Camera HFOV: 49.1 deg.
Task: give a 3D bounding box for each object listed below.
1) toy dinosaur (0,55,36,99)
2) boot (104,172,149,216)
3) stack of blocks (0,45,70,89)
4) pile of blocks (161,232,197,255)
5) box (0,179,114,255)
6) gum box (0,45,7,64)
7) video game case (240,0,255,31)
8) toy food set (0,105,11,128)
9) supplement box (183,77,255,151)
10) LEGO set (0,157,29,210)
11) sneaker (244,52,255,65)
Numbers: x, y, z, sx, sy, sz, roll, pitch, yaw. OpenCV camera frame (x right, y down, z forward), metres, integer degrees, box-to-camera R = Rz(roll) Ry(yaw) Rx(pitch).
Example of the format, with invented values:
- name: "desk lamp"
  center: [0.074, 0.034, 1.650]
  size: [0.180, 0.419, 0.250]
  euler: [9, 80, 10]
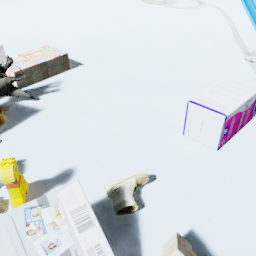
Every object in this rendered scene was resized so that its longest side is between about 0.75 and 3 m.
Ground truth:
- name: "toy dinosaur"
  center: [-3.833, -1.470, 7.885]
  size: [1.369, 2.677, 1.030]
  euler: [-36, 59, 13]
- name: "boot"
  center: [0.080, 1.264, 5.404]
  size: [0.940, 0.339, 0.727]
  euler: [-17, 37, -13]
- name: "stack of blocks"
  center: [-3.390, -2.237, 10.075]
  size: [1.295, 0.659, 2.250]
  euler: [26, 43, 32]
- name: "pile of blocks"
  center: [1.029, 2.598, 3.282]
  size: [0.875, 1.155, 2.814]
  euler: [-48, 30, 7]
- name: "box"
  center: [-1.313, 1.904, 3.702]
  size: [2.164, 0.446, 1.687]
  euler: [-22, 74, -28]
- name: "gum box"
  center: [-5.233, -1.776, 9.149]
  size: [1.644, 0.958, 2.897]
  euler: [-2, 36, -3]
- name: "video game case"
  center: [2.456, -1.376, 4.488]
  size: [1.741, 0.217, 2.433]
  euler: [9, 59, -43]
- name: "toy food set"
  center: [-3.862, -0.209, 7.458]
  size: [1.267, 0.368, 1.835]
  euler: [-6, 36, -8]
- name: "supplement box"
  center: [2.439, -0.445, 7.233]
  size: [1.040, 1.019, 2.013]
  euler: [28, 44, 33]
- name: "LEGO set"
  center: [-2.276, 1.202, 4.814]
  size: [1.034, 1.112, 2.711]
  euler: [-7, 36, -11]
- name: "sneaker"
  center: [4.975, -2.834, 11.071]
  size: [0.325, 0.497, 0.864]
  euler: [-12, 37, -17]
